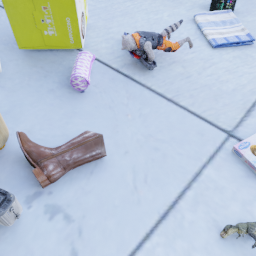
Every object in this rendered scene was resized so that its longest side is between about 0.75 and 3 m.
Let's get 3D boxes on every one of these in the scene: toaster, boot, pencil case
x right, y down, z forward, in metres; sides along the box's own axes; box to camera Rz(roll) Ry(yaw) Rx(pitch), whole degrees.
[{"bbox_3d":[-2.912,1.758,6.290,1.082,0.699,0.615,12,50,21],"label":"toaster"},{"bbox_3d":[-1.750,0.417,7.523,2.006,0.644,1.870,-29,68,-19],"label":"boot"},{"bbox_3d":[-1.531,-1.976,9.547,0.682,0.670,1.596,-11,49,13],"label":"pencil case"}]

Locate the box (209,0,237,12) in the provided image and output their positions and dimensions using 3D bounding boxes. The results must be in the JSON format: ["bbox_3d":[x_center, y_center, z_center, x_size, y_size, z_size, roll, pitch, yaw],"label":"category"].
[{"bbox_3d":[4.355,-5.762,12.783,1.091,0.678,0.811,12,51,11],"label":"box"}]

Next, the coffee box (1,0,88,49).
[{"bbox_3d":[-2.892,-4.630,10.313,2.505,2.501,2.477,0,53,0],"label":"coffee box"}]

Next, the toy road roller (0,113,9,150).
[{"bbox_3d":[-4.103,0.764,6.607,2.801,1.721,2.045,-29,67,-21],"label":"toy road roller"}]

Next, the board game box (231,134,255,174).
[{"bbox_3d":[3.654,0.707,7.547,1.179,0.243,1.176,-25,54,-20],"label":"board game box"}]

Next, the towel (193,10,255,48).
[{"bbox_3d":[3.963,-4.208,11.711,1.846,0.299,2.513,-8,50,-6],"label":"towel"}]

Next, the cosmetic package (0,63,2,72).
[{"bbox_3d":[-5.485,-2.231,9.791,1.825,0.676,0.928,-17,51,-12],"label":"cosmetic package"}]

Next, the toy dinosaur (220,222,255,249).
[{"bbox_3d":[2.782,2.302,6.158,1.415,0.336,0.623,-8,43,-11],"label":"toy dinosaur"}]

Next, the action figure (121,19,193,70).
[{"bbox_3d":[0.777,-3.358,10.372,2.465,1.333,2.548,-17,51,-25],"label":"action figure"}]
